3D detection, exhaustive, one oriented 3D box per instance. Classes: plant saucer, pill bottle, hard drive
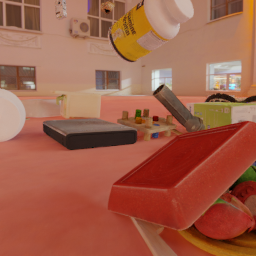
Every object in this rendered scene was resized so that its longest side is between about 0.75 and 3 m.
[{"bbox_3d":[0.472,0.331,2.511,1.250,0.230,1.252,-33,6,-27],"label":"plant saucer"},{"bbox_3d":[-3.064,-0.328,6.531,1.214,1.214,2.163,-4,8,-24],"label":"pill bottle"},{"bbox_3d":[0.727,-3.459,9.422,2.779,1.556,1.556,-23,-10,42],"label":"pill bottle"},{"bbox_3d":[-1.010,0.076,6.672,1.574,0.371,2.255,-4,9,-28],"label":"hard drive"}]

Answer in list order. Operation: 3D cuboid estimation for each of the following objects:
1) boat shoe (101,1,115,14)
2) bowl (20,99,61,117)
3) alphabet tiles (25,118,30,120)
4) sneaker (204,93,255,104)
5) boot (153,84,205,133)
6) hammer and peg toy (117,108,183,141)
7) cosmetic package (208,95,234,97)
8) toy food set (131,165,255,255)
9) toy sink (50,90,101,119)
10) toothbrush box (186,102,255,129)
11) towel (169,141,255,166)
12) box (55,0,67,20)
[{"bbox_3d":[-0.799,-4.332,10.183,0.367,0.332,1.031,20,3,-24],"label":"boat shoe"},{"bbox_3d":[-3.989,-0.931,12.717,1.970,0.736,1.973,5,11,36],"label":"bowl"},{"bbox_3d":[-4.941,-0.268,10.282,2.024,0.076,1.692,1,8,8],"label":"alphabet tiles"},{"bbox_3d":[4.218,-0.636,10.630,2.801,1.077,1.241,11,-5,44],"label":"sneaker"},{"bbox_3d":[1.246,-0.473,7.136,1.492,0.541,1.356,38,6,-4],"label":"boot"},{"bbox_3d":[0.649,-0.137,7.029,1.544,0.545,1.136,-9,21,-43],"label":"hammer and peg toy"},{"bbox_3d":[4.577,-1.181,13.843,1.069,0.889,0.895,0,8,4],"label":"cosmetic package"},{"bbox_3d":[1.013,0.538,2.342,1.964,0.642,1.156,-1,8,-7],"label":"toy food set"},{"bbox_3d":[-2.236,-0.963,11.660,1.926,1.079,1.255,2,6,-23],"label":"toy sink"},{"bbox_3d":[2.762,-0.333,8.062,1.340,0.792,1.840,-5,10,-26],"label":"toothbrush box"},{"bbox_3d":[2.271,0.330,5.495,2.568,0.306,1.859,-5,7,-40],"label":"towel"},{"bbox_3d":[-2.844,-5.032,11.865,0.444,0.762,0.229,-7,-5,30],"label":"box"}]
